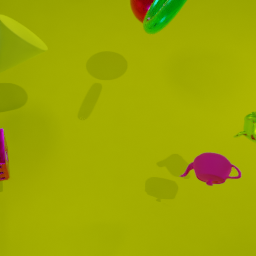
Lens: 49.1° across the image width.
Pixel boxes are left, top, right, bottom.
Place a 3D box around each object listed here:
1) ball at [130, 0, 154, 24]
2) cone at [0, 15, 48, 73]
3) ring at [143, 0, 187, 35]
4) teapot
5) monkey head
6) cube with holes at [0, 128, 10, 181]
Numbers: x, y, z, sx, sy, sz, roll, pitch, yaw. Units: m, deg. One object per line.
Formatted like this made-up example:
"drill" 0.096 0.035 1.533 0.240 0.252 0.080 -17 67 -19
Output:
"ball" 0.707 -3.443 7.557 1.320 1.320 1.320 0 63 0
"cone" -2.941 -1.848 7.004 1.311 1.311 1.316 46 105 20
"ring" 0.842 -2.626 5.795 0.307 1.534 1.534 31 63 -19
"teapot" 1.847 0.974 6.355 1.375 0.855 0.673 0 59 31
"monkey head" 2.746 -0.001 5.886 1.157 0.832 0.697 2 92 43
"cube with holes" -3.308 0.680 6.503 0.915 0.915 0.915 -7 59 -20
